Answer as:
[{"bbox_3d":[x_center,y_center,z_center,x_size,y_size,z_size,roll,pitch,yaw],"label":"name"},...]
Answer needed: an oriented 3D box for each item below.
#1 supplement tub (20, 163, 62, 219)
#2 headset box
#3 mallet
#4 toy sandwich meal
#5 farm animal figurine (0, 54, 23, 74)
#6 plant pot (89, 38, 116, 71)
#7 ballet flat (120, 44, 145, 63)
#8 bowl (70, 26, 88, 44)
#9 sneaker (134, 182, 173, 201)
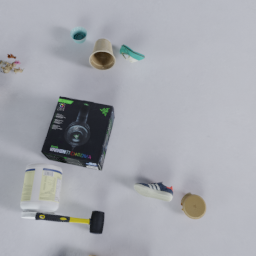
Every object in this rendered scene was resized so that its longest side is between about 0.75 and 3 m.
[{"bbox_3d":[-3.129,2.310,10.132,1.332,1.332,1.837,1,68,1],"label":"supplement tub"},{"bbox_3d":[-1.844,0.136,11.084,2.241,1.194,2.574,12,69,5],"label":"headset box"},{"bbox_3d":[-1.950,3.301,9.671,2.471,0.508,0.814,8,69,-29],"label":"mallet"},{"bbox_3d":[2.424,2.921,10.450,0.994,0.341,0.994,1,71,-2],"label":"toy sandwich meal"},{"bbox_3d":[-5.252,-2.776,12.663,0.991,0.523,1.002,-30,78,1],"label":"farm animal figurine"},{"bbox_3d":[-1.135,-3.390,12.638,1.175,1.175,1.076,-1,56,0],"label":"plant pot"},{"bbox_3d":[0.158,-3.265,12.636,1.622,0.546,0.571,41,114,41],"label":"ballet flat"},{"bbox_3d":[-2.305,-4.349,13.297,0.838,0.438,0.838,0,69,0],"label":"bowl"},{"bbox_3d":[0.994,2.280,10.637,1.506,0.565,0.637,15,46,13],"label":"sneaker"}]
